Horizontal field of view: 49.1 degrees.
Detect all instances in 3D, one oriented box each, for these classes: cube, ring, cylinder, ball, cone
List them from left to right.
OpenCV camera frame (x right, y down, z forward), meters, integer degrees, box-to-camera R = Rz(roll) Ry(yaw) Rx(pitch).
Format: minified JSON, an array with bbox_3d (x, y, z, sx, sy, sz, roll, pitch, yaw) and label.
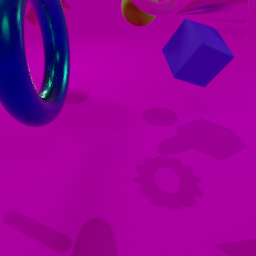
[{"bbox_3d":[-1.090,-0.944,3.322,0.375,1.877,1.877,0,32,5],"label":"ring"},{"bbox_3d":[-2.367,-3.437,8.319,0.977,0.977,0.977,33,24,-16],"label":"cylinder"},{"bbox_3d":[0.300,-3.074,7.111,0.934,0.934,0.934,0,32,0],"label":"ball"},{"bbox_3d":[0.517,-3.006,5.963,1.317,1.317,0.263,-19,-4,-28],"label":"ring"},{"bbox_3d":[1.557,-1.702,6.385,1.000,1.000,1.000,10,48,-31],"label":"cube"},{"bbox_3d":[1.029,-1.524,3.574,0.857,0.853,0.853,-3,30,18],"label":"cone"}]
